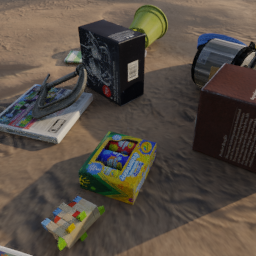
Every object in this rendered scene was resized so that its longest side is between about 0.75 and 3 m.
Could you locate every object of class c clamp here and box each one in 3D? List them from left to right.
[{"bbox_3d":[-2.403,-1.426,9.658,2.886,0.391,2.466,-11,49,36],"label":"c clamp"}]

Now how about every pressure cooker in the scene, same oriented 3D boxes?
[{"bbox_3d":[3.936,-2.232,10.929,2.116,2.083,2.369,-33,45,-30],"label":"pressure cooker"}]

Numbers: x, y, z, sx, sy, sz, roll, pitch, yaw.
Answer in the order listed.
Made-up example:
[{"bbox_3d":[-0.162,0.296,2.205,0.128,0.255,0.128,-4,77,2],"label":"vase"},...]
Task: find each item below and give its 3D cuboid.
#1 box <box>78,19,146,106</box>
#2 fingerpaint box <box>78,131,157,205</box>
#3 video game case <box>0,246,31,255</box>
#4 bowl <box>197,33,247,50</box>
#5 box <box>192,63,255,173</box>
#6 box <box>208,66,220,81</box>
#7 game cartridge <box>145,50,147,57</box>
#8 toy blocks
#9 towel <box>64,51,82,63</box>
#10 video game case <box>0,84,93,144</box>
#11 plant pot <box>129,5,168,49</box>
[{"bbox_3d":[-0.623,-2.572,10.958,1.342,2.578,2.348,-30,46,-32],"label":"box"},{"bbox_3d":[-0.226,1.012,7.841,1.571,0.691,1.883,14,40,18],"label":"fingerpaint box"},{"bbox_3d":[-1.688,3.562,4.648,2.856,0.314,2.604,13,39,9],"label":"video game case"},{"bbox_3d":[4.327,-3.530,12.810,2.483,0.487,2.483,21,2,-1],"label":"bowl"},{"bbox_3d":[3.626,-0.302,8.311,2.648,2.197,2.174,21,42,25],"label":"box"},{"bbox_3d":[3.472,-1.290,10.073,1.340,1.639,0.174,18,26,22],"label":"box"},{"bbox_3d":[-0.100,-3.382,13.791,1.562,0.474,2.343,14,39,12],"label":"game cartridge"},{"bbox_3d":[-1.347,2.114,6.548,0.931,0.680,1.361,15,42,38],"label":"toy blocks"},{"bbox_3d":[-2.261,-3.514,14.159,1.636,0.251,1.220,6,40,4],"label":"towel"},{"bbox_3d":[-3.036,-0.640,10.299,2.620,0.330,2.875,11,40,14],"label":"video game case"},{"bbox_3d":[0.873,-5.280,15.241,2.057,2.057,1.892,17,52,20],"label":"plant pot"}]
